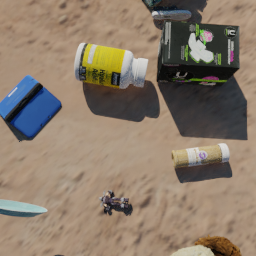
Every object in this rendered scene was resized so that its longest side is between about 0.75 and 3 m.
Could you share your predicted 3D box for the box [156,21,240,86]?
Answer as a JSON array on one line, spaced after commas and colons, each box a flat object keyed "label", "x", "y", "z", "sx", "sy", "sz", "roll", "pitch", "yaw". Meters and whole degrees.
[{"label": "box", "x": 1.939, "y": -2.080, "z": 8.081, "sx": 2.058, "sy": 1.529, "sz": 1.280, "roll": 4, "pitch": 80, "yaw": 1}]

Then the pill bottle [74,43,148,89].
[{"label": "pill bottle", "x": -0.466, "y": -1.778, "z": 8.237, "sx": 2.018, "sy": 1.123, "sz": 1.123, "roll": 10, "pitch": 80, "yaw": 2}]

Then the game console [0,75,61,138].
[{"label": "game console", "x": -3.022, "y": -0.675, "z": 8.535, "sx": 1.252, "sy": 0.868, "sz": 1.467, "roll": 35, "pitch": 80, "yaw": 38}]

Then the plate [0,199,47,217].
[{"label": "plate", "x": -2.477, "y": 1.761, "z": 6.099, "sx": 1.401, "sy": 1.401, "sz": 0.179, "roll": 11, "pitch": 79, "yaw": 2}]

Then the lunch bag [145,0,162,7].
[{"label": "lunch bag", "x": 0.869, "y": -4.903, "z": 8.694, "sx": 1.715, "sy": 1.046, "sz": 1.461, "roll": -40, "pitch": 79, "yaw": 36}]

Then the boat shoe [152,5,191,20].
[{"label": "boat shoe", "x": 1.387, "y": -3.735, "z": 8.975, "sx": 1.255, "sy": 0.439, "sz": 0.416, "roll": 1, "pitch": 81, "yaw": 8}]

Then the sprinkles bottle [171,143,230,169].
[{"label": "sprinkles bottle", "x": 2.068, "y": 0.808, "z": 8.061, "sx": 1.572, "sy": 0.536, "sz": 0.536, "roll": -8, "pitch": 80, "yaw": -1}]

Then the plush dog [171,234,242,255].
[{"label": "plush dog", "x": 1.114, "y": 2.836, "z": 4.488, "sx": 2.826, "sy": 2.427, "sz": 2.267, "roll": -41, "pitch": 91, "yaw": -12}]

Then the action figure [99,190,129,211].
[{"label": "action figure", "x": -0.427, "y": 2.080, "z": 7.964, "sx": 0.881, "sy": 0.306, "sz": 0.574, "roll": 10, "pitch": 87, "yaw": 5}]
